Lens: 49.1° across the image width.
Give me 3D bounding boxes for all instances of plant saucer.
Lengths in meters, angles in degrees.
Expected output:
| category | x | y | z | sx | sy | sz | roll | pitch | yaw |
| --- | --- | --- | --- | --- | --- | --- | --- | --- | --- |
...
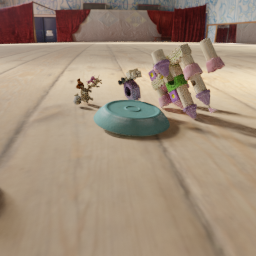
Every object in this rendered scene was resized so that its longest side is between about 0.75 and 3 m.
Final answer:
| category | x | y | z | sx | sy | sz | roll | pitch | yaw |
| --- | --- | --- | --- | --- | --- | --- | --- | --- | --- |
| plant saucer | 0.135 | -0.446 | 9.025 | 2.477 | 0.445 | 2.477 | 4 | 22 | -2 |

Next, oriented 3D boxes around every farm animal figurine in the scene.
| category | x | y | z | sx | sy | sz | roll | pitch | yaw |
| --- | --- | --- | --- | --- | --- | --- | --- | --- | --- |
| farm animal figurine | -1.660 | -1.535 | 11.091 | 1.185 | 1.172 | 0.618 | -12 | 28 | -43 |

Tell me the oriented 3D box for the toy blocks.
| category | x | y | z | sx | sy | sz | roll | pitch | yaw |
| --- | --- | --- | --- | --- | --- | --- | --- | --- | --- |
| toy blocks | 1.653 | -1.286 | 9.683 | 2.791 | 2.349 | 2.608 | -19 | -4 | -27 |
